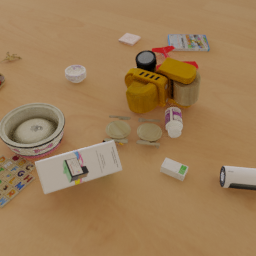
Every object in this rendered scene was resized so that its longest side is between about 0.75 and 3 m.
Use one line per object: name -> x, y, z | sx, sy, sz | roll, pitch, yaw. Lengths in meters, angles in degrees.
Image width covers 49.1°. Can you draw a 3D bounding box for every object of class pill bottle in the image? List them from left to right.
pill bottle -> 1.722, -0.203, 10.525 | 0.638, 0.638, 1.136 | 3, 46, 3

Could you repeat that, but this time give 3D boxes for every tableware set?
tableware set -> 0.206, 0.206, 10.302 | 2.054, 0.412, 1.358 | 5, 45, 3

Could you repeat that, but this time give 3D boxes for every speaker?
speaker -> 3.832, 1.596, 8.778 | 1.728, 0.702, 0.702 | 5, 47, 4

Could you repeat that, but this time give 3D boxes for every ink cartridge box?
ink cartridge box -> -1.496, 1.136, 8.361 | 2.236, 1.619, 0.939 | -15, 87, -16

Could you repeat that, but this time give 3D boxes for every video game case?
video game case -> 3.211, -4.572, 14.974 | 2.058, 0.183, 1.473 | 1, 46, 1

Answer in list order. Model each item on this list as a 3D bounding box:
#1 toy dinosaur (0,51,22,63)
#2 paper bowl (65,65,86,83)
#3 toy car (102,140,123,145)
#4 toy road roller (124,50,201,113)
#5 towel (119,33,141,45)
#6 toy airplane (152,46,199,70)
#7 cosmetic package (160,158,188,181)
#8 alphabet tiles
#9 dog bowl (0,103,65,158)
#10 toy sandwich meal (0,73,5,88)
toy dinosaur -> -5.877, -3.474, 13.833 | 1.156, 0.336, 0.584 | -20, 51, -18
paper bowl -> -2.363, -2.420, 12.720 | 0.938, 0.488, 0.938 | 0, 47, 0
toy car -> -0.621, 0.662, 10.064 | 0.841, 0.412, 0.280 | 8, 0, -15
toy road roller -> 1.192, -1.493, 11.053 | 2.926, 1.798, 2.136 | 22, 65, 22
towel -> 0.090, -4.824, 15.234 | 0.912, 0.154, 0.955 | 23, 51, 21
toy airplane -> 2.017, -3.217, 13.473 | 2.688, 0.494, 2.688 | 0, 47, 0
cosmetic package -> 1.525, 1.363, 9.243 | 0.807, 0.342, 0.434 | 21, 52, 17
alphabet tiles -> -4.095, 1.679, 9.132 | 1.664, 0.063, 1.999 | 27, 52, 24
dog bowl -> -3.355, 0.118, 10.046 | 2.261, 0.834, 2.261 | 1, 44, -1
toy sandwich meal -> -6.408, -2.150, 12.361 | 1.849, 0.633, 1.849 | 0, 47, 0
